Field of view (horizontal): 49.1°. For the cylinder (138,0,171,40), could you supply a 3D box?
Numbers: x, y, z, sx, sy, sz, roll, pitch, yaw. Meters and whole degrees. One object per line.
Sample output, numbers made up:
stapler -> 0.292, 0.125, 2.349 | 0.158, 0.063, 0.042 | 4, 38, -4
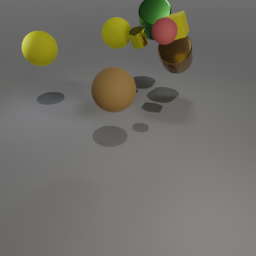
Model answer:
cylinder -> 1.213, -4.903, 12.592 | 1.400, 1.400, 1.400 | 4, -8, 7

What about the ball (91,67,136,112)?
ball -> -0.445, -1.186, 8.766 | 1.400, 1.400, 1.400 | 0, 30, 0

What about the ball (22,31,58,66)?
ball -> -3.613, -3.251, 11.503 | 1.400, 1.400, 1.400 | 0, 30, 0

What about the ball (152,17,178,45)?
ball -> 0.990, -2.618, 7.566 | 0.700, 0.700, 0.700 | 0, 30, 0

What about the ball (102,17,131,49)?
ball -> -0.532, -4.432, 13.106 | 1.400, 1.400, 1.400 | 0, 30, 0

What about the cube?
cube -> 1.588, -3.426, 9.453 | 0.700, 0.700, 0.700 | -6, 33, 28

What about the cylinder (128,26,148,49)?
cylinder -> 0.443, -3.889, 12.068 | 0.700, 0.700, 0.700 | -12, 46, 13

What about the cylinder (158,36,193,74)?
cylinder -> 2.095, -3.247, 12.260 | 1.400, 1.400, 1.400 | 9, -3, 16
